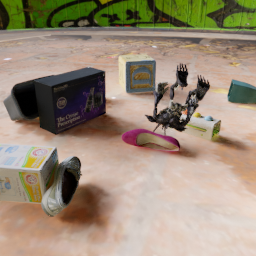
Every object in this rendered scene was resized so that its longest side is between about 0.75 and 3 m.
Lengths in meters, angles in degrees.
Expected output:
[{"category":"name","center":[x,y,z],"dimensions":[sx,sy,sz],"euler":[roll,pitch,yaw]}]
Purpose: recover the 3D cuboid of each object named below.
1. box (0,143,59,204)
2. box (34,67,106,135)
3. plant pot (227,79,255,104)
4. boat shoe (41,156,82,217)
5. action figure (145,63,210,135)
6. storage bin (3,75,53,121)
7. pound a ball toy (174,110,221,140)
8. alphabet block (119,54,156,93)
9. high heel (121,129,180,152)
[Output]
[{"category":"box","center":[-2.963,1.152,7.330],"dimensions":[2.072,1.050,1.165],"euler":[3,27,7]},{"category":"box","center":[-2.180,-1.186,11.219],"dimensions":[1.098,1.965,2.784],"euler":[18,31,34]},{"category":"plant pot","center":[5.632,-1.707,13.651],"dimensions":[1.309,0.925,0.924],"euler":[14,27,10]},{"category":"boat shoe","center":[-1.519,1.362,7.089],"dimensions":[0.625,0.719,1.950],"euler":[-27,20,23]},{"category":"action figure","center":[1.642,-0.843,9.470],"dimensions":[1.658,2.789,1.423],"euler":[23,55,-5]},{"category":"storage bin","center":[-3.856,-1.030,11.657],"dimensions":[1.559,1.690,2.321],"euler":[-15,10,44]},{"category":"pound a ball toy","center":[2.618,-0.321,10.762],"dimensions":[1.880,0.799,1.226],"euler":[20,32,35]},{"category":"alphabet block","center":[0.476,-2.996,15.330],"dimensions":[1.723,1.732,1.764],"euler":[-5,25,-13]},{"category":"high heel","center":[0.752,0.478,9.279],"dimensions":[1.913,0.644,0.918],"euler":[11,14,-8]}]
